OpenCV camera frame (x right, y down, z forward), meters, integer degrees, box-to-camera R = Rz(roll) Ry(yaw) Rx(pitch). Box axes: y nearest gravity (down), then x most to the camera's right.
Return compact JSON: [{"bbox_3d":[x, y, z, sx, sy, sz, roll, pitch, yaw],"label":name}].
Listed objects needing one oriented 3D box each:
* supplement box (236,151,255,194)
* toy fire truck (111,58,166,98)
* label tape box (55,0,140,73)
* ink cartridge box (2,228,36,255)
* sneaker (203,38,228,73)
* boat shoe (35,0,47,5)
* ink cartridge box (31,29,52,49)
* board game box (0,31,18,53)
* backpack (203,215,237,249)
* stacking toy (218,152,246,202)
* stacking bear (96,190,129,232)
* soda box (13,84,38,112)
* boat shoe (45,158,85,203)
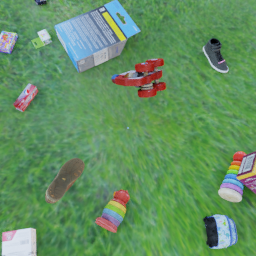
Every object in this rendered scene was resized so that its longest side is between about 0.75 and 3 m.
[{"bbox_3d":[4.329,1.560,8.878,1.476,0.761,0.966,40,55,-5],"label":"supplement box"},{"bbox_3d":[0.325,-1.649,9.246,1.546,1.032,1.841,3,22,31],"label":"toy fire truck"},{"bbox_3d":[-1.213,-3.754,11.414,2.837,0.898,2.046,-27,69,-11],"label":"label tape box"},{"bbox_3d":[-3.265,3.718,8.423,0.888,0.502,1.212,-8,67,-3],"label":"ink cartridge box"},{"bbox_3d":[3.556,-2.923,11.147,0.534,0.749,1.510,-24,70,-12],"label":"sneaker"},{"bbox_3d":[-4.070,-5.972,12.653,0.459,0.369,0.989,-24,69,-18],"label":"boat shoe"},{"bbox_3d":[-3.645,-3.730,11.743,0.759,0.288,0.561,-29,70,-13],"label":"ink cartridge box"},{"bbox_3d":[-5.094,-3.596,11.729,0.622,0.207,0.924,9,67,4],"label":"board game box"},{"bbox_3d":[2.795,3.084,8.390,0.781,1.063,0.973,-2,67,-1],"label":"backpack"},{"bbox_3d":[3.597,1.536,9.294,0.735,0.735,1.722,24,65,10],"label":"stacking toy"},{"bbox_3d":[-0.393,2.541,8.865,0.729,0.778,1.282,27,63,6],"label":"stacking bear"},{"bbox_3d":[-3.854,-1.148,10.591,0.332,0.366,1.047,24,69,10],"label":"soda box"},{"bbox_3d":[-1.893,1.531,8.275,0.596,0.559,1.656,40,45,-4],"label":"boat shoe"}]
